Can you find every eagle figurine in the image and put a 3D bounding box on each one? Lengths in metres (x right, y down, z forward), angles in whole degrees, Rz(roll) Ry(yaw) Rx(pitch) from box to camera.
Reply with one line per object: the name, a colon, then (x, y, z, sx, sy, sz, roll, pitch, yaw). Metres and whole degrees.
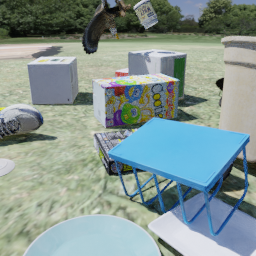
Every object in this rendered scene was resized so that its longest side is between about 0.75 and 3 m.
eagle figurine: (-1.064, -4.475, 12.052, 2.419, 1.826, 1.836, -24, -11, 27)

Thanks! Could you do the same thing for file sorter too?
file sorter: (0.961, 0.815, 5.257, 2.094, 1.285, 1.453, 13, 38, 43)

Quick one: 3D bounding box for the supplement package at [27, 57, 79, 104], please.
supplement package: (-3.365, -2.272, 13.023, 1.805, 1.791, 2.378, -1, 21, -2)

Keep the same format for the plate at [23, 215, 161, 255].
plate: (-0.528, 2.010, 4.075, 2.051, 0.262, 2.051, -1, 22, 0)

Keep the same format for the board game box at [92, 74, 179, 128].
board game box: (0.273, -1.099, 10.434, 2.859, 1.472, 1.499, -9, 23, -21)

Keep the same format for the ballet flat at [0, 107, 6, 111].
ballet flat: (-5.025, -0.516, 10.480, 0.414, 0.412, 1.234, 34, 35, 32)

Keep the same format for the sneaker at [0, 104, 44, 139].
sneaker: (-3.948, 0.002, 8.569, 2.695, 1.038, 1.148, -6, 31, 5)

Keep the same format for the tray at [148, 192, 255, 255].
tray: (1.817, 1.958, 4.115, 1.565, 0.323, 2.914, -15, 26, -37)

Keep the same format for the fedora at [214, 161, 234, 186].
fedora: (1.722, 0.765, 6.515, 1.428, 1.428, 0.652, 12, -10, 29)

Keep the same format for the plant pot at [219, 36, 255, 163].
plant pot: (3.516, -0.609, 6.993, 2.993, 2.739, 2.993, 10, 14, -3)

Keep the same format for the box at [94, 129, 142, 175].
box: (-0.054, 0.569, 7.602, 1.462, 0.404, 1.825, -6, 22, -17)

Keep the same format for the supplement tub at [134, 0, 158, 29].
supplement tub: (0.780, -4.840, 11.916, 0.734, 1.012, 0.734, -29, 10, 6)

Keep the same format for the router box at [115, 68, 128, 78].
router box: (0.917, -3.239, 17.127, 2.351, 0.640, 2.619, 15, 25, 33)

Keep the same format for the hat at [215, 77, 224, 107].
hat: (3.977, -1.000, 10.605, 2.148, 0.866, 2.148, 37, 1, -1)

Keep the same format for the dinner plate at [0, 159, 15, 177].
dinner plate: (-3.369, 0.972, 6.972, 1.032, 0.125, 1.032, 1, 22, 0)

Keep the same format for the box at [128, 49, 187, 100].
box: (1.307, -2.416, 12.912, 1.836, 2.132, 2.143, -17, 27, -37)
